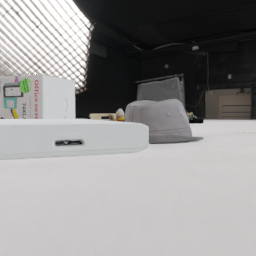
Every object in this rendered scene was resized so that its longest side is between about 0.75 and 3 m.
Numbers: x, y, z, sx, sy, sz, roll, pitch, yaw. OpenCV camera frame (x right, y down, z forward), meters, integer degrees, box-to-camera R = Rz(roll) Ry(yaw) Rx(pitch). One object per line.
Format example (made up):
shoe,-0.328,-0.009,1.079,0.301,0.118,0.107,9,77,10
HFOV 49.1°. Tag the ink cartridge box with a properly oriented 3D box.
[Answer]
ink cartridge box,-2.578,-0.625,7.522,1.913,1.403,1.397,0,2,22

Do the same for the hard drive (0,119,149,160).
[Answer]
hard drive,-1.051,0.055,3.870,1.711,0.341,2.595,-1,2,-22

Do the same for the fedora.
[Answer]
fedora,0.497,-0.128,4.536,1.474,0.665,1.303,-2,3,-32

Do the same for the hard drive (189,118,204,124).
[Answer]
hard drive,3.751,-0.442,16.529,1.375,0.324,1.971,1,2,16

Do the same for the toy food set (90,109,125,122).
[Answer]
toy food set,-0.173,-0.467,11.883,2.460,0.743,1.765,2,3,43

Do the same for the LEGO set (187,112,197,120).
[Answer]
LEGO set,3.366,-0.690,15.590,0.843,0.368,1.299,-5,23,-3
